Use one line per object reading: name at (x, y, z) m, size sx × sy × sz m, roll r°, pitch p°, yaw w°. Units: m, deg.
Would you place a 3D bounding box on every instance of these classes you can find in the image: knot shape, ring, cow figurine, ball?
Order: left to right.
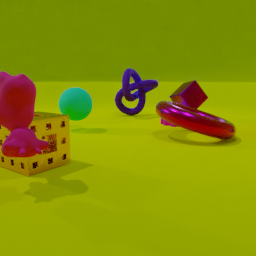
cow figurine at (-1.316, -0.146, 3.406) m, size 0.543 × 0.990 × 0.974 m, roll 0°, pitch 24°, yaw -44°
ball at (-1.360, -0.620, 7.300) m, size 0.871 × 0.871 × 0.871 m, roll 0°, pitch 10°, yaw 0°
knot shape at (0.207, -1.360, 9.843) m, size 0.786 × 1.700 × 1.591 m, roll 46°, pitch -3°, yaw 39°
ring at (1.559, -0.210, 6.534) m, size 1.904 × 0.381 × 1.904 m, roll 17°, pitch 11°, yaw -3°

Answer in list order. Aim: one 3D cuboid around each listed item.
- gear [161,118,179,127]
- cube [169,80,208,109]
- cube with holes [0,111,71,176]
gear at (1.619, -0.239, 8.400) m, size 1.253 × 0.232 × 1.253 m, roll 0°, pitch 10°, yaw 0°
cube at (1.872, -0.953, 8.680) m, size 0.713 × 0.713 × 0.713 m, roll -43°, pitch 14°, yaw -13°
cube with holes at (-1.480, 0.196, 4.403) m, size 0.791 × 0.791 × 0.791 m, roll 8°, pitch 13°, yaw 36°
